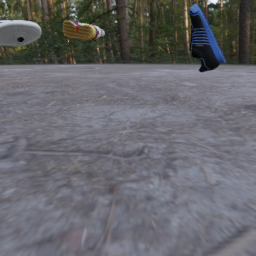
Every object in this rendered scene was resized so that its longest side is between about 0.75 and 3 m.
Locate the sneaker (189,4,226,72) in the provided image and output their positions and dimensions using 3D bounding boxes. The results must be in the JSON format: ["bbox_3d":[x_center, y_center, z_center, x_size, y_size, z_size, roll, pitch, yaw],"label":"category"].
[{"bbox_3d":[2.623,-3.279,10.273,0.991,2.544,0.892,-26,-16,27],"label":"sneaker"}]

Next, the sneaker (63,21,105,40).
[{"bbox_3d":[-1.533,-3.270,9.513,1.594,0.597,0.718,26,24,33],"label":"sneaker"}]

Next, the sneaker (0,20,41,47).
[{"bbox_3d":[-2.563,-2.026,5.521,1.532,0.560,0.857,-16,59,-16],"label":"sneaker"}]
